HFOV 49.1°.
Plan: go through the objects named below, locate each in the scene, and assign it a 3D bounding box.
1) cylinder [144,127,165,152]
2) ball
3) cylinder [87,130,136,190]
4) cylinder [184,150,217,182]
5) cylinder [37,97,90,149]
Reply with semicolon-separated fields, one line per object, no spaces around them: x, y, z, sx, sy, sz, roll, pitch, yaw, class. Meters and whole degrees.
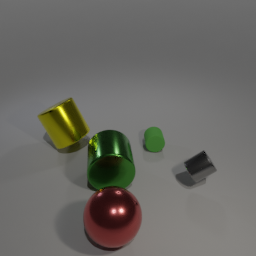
0.959;0.411;10.240;0.700;0.700;0.700;-1;28;-2;cylinder
-0.362;2.091;6.662;1.400;1.400;1.400;0;30;0;ball
-0.541;0.982;8.577;1.400;1.400;1.400;-3;30;-5;cylinder
2.100;1.112;8.144;0.700;0.700;0.700;-33;28;13;cylinder
-2.306;-0.186;10.139;1.400;1.400;1.400;-26;15;7;cylinder
